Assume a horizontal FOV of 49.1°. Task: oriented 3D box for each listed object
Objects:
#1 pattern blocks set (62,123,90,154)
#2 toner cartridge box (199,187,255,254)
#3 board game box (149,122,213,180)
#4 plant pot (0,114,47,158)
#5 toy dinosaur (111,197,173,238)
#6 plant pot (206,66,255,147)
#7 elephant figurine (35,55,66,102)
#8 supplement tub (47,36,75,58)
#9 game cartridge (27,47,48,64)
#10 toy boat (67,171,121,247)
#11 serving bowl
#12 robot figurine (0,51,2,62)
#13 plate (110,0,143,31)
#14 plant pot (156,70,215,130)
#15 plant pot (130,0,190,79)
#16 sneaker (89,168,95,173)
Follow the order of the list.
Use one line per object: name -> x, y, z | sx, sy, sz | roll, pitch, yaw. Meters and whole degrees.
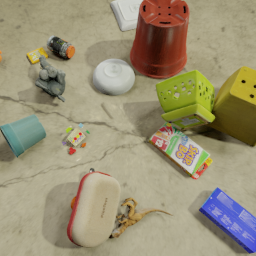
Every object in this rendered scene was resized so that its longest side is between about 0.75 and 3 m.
pattern blocks set -> -2.058, 0.384, 11.050 | 1.131, 0.092, 0.994 | -37, 92, -19
toner cartridge box -> 3.594, 3.118, 9.564 | 2.112, 0.456, 1.003 | 40, 68, 19
board game box -> 2.060, 0.850, 10.892 | 2.366, 0.355, 1.130 | 41, 70, 17
plant pot -> -3.963, 0.211, 10.712 | 1.350, 1.378, 1.378 | -31, 66, -24
toy dinosaur -> 0.305, 2.971, 9.678 | 2.152, 0.650, 1.143 | -27, 89, -8
plant pot -> 4.620, -1.031, 10.942 | 2.250, 1.985, 2.250 | 27, 64, 14
elephant figurine -> -3.270, -2.171, 12.058 | 1.342, 1.472, 1.897 | 13, 16, -23
supplement tub -> -3.129, -3.783, 13.133 | 1.203, 0.737, 0.737 | 28, 65, 14
game cartridge -> -4.295, -3.442, 13.293 | 0.817, 0.133, 0.720 | -30, 66, -14
toy boat -> -1.339, 2.656, 9.379 | 1.570, 1.567, 2.402 | -4, 67, 45
serving bowl -> -0.641, -2.397, 12.450 | 1.908, 0.628, 1.908 | 0, 61, 0
robot figurine -> -6.216, -3.353, 13.027 | 0.638, 0.517, 0.887 | -24, 63, -35
plate -> 0.421, -6.152, 14.626 | 2.264, 0.366, 2.259 | -15, 62, -8
plant pot -> 2.274, -0.938, 10.759 | 1.796, 1.787, 1.630 | -17, 64, 34
plant pot -> 1.445, -4.046, 12.164 | 2.738, 2.663, 2.738 | 0, 61, 0
sneaker -> -0.963, 2.061, 10.174 | 0.770, 0.504, 1.332 | -9, 72, -10
